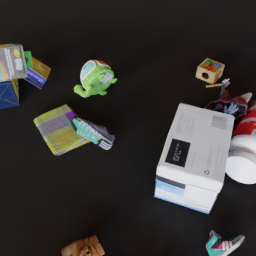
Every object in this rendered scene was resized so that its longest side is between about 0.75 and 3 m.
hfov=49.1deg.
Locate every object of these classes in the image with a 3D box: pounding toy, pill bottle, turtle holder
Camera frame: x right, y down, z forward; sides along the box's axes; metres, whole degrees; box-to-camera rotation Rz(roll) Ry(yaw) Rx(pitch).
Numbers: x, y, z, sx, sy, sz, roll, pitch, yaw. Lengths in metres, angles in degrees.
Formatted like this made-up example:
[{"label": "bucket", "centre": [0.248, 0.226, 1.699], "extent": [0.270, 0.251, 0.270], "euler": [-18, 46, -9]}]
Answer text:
[{"label": "pounding toy", "centre": [4.107, -2.557, 13.391], "extent": [1.560, 0.714, 1.371], "euler": [30, 54, 25]}, {"label": "pill bottle", "centre": [4.488, 0.542, 9.911], "extent": [1.599, 1.599, 2.849], "euler": [27, 52, 23]}, {"label": "turtle holder", "centre": [-1.514, -2.200, 12.656], "extent": [1.393, 1.833, 1.302], "euler": [-14, 59, -41]}]

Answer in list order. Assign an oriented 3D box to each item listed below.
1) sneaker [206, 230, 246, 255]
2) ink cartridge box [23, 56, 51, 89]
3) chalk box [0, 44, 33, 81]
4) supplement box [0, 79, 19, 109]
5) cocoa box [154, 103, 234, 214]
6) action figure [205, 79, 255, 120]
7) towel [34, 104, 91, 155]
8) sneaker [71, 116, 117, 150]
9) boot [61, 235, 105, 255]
[{"label": "sneaker", "centre": [2.752, 3.273, 8.155], "extent": [1.230, 0.514, 0.743], "euler": [-25, 61, -20]}, {"label": "ink cartridge box", "centre": [-4.528, -2.782, 12.960], "extent": [1.730, 0.411, 1.750], "euler": [33, 24, -25]}, {"label": "chalk box", "centre": [-3.305, -1.772, 7.514], "extent": [1.424, 0.886, 0.882], "euler": [-20, 25, -38]}, {"label": "supplement box", "centre": [-5.982, -1.891, 12.372], "extent": [1.929, 1.295, 1.927], "euler": [-12, 48, -11]}, {"label": "cocoa box", "centre": [2.184, 0.947, 9.329], "extent": [1.928, 1.897, 2.890], "euler": [15, 49, 13]}, {"label": "action figure", "centre": [4.429, -0.783, 11.444], "extent": [1.861, 2.069, 2.779], "euler": [29, 31, 31]}, {"label": "towel", "centre": [-2.640, 0.037, 11.298], "extent": [1.694, 0.269, 2.358], "euler": [-28, 52, -23]}, {"label": "sneaker", "centre": [-1.327, 0.070, 10.813], "extent": [1.849, 0.688, 0.809], "euler": [37, 40, -5]}, {"label": "boot", "centre": [-1.142, 3.743, 7.747], "extent": [1.099, 0.543, 1.416], "euler": [-17, 41, -19]}]
